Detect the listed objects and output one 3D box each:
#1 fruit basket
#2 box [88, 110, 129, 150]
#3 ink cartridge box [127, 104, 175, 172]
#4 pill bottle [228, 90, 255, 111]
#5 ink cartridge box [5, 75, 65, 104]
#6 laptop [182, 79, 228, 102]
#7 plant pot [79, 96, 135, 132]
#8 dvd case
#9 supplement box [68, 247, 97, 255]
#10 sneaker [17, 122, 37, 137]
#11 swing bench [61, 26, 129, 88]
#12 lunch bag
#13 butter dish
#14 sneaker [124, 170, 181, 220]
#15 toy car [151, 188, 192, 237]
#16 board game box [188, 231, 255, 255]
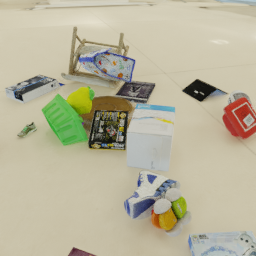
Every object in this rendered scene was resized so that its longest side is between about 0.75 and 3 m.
[{"bbox_3d":[-1.950,-0.560,10.179,2.068,1.491,2.068,-10,40,8],"label":"fruit basket"},{"bbox_3d":[-0.660,0.047,9.930,1.280,0.396,1.603,3,48,2],"label":"box"},{"bbox_3d":[0.770,0.257,9.044,1.345,1.351,1.841,6,32,8],"label":"ink cartridge box"},{"bbox_3d":[4.546,-0.935,11.387,0.876,0.876,1.583,5,33,8],"label":"pill bottle"},{"bbox_3d":[-4.387,-2.007,13.461,1.288,0.508,2.590,19,36,28],"label":"ink cartridge box"},{"bbox_3d":[3.668,-1.724,13.387,1.569,0.810,1.390,-38,41,-9],"label":"laptop"},{"bbox_3d":[-0.919,-0.687,11.466,2.743,0.377,2.743,0,32,0],"label":"plant pot"},{"bbox_3d":[0.368,-1.756,13.353,1.535,0.165,2.065,9,33,14],"label":"dvd case"},{"bbox_3d":[-0.221,3.201,4.557,2.280,1.177,1.492,11,34,17],"label":"supplement box"},{"bbox_3d":[-3.750,0.030,10.326,0.327,0.377,0.851,17,36,25],"label":"sneaker"},{"bbox_3d":[-1.563,-3.337,13.955,2.617,2.631,1.707,12,-4,11],"label":"swing bench"},{"bbox_3d":[-0.950,-2.769,12.093,1.980,1.226,1.684,8,7,-30],"label":"lunch bag"},{"bbox_3d":[4.010,-0.255,10.315,1.342,0.992,1.338,-27,82,-28],"label":"butter dish"},{"bbox_3d":[0.474,1.697,7.502,1.745,0.705,1.008,-18,32,-37],"label":"sneaker"},{"bbox_3d":[0.984,2.053,6.859,1.049,0.918,0.787,-32,8,-39],"label":"toy car"},{"bbox_3d":[2.157,2.889,5.850,1.472,0.319,1.465,-2,32,-3],"label":"board game box"}]
